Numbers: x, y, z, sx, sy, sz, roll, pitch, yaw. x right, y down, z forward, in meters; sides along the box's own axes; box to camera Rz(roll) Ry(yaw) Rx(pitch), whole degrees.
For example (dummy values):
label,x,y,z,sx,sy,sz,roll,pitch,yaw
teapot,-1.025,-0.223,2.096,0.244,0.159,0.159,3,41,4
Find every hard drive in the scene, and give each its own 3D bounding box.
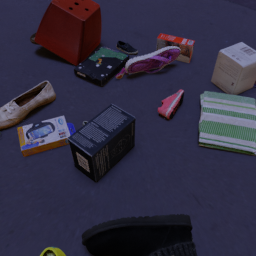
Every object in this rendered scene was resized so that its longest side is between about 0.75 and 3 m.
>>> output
label,x,y,z,sx,sy,sz,roll,pitch,yaw
hard drive,-1.141,-2.813,12.562,1.549,0.419,2.217,24,53,21

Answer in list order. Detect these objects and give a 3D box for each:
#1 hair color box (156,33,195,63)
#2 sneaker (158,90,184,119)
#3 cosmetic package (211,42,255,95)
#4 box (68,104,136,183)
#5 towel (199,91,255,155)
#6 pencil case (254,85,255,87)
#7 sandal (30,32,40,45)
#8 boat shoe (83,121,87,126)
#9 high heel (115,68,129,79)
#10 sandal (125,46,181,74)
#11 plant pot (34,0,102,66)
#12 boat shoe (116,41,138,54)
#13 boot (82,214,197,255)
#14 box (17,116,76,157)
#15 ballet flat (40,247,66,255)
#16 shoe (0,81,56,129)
label,x,y,z,sx,sy,sz,roll,pitch,yaw
hair color box,2.177,-3.717,13.038,1.674,0.929,0.535,17,51,16
sneaker,1.675,-1.041,10.842,0.691,0.587,1.593,22,52,20
cosmetic package,4.427,-2.372,11.395,1.283,1.542,1.291,-25,52,-21
box,-0.755,0.456,8.883,1.051,1.458,1.964,32,55,26
towel,3.685,-0.281,10.351,2.134,0.327,2.797,10,47,9
pencil case,5.704,-2.184,11.214,0.716,1.577,0.739,-22,67,-14
sandal,-3.626,-4.435,13.913,1.094,0.731,2.677,22,37,19
boat shoe,-1.224,0.067,10.014,1.018,0.316,0.367,22,51,19
high heel,-0.337,-2.410,12.277,0.798,0.269,0.383,-33,64,-31
sandal,1.162,-2.778,12.186,2.640,1.074,0.649,-20,64,-11
plant pot,-2.523,-4.742,12.715,2.383,2.102,2.386,30,52,-1
boat shoe,-0.053,-3.916,13.600,1.203,0.374,0.449,28,52,21
boot,0.385,3.293,6.551,2.973,1.119,2.222,-7,53,0
box,-2.814,0.224,9.833,1.907,0.395,1.135,-18,50,-13
ballet flat,-1.971,3.969,6.058,0.927,0.930,2.774,4,48,4
shoe,-4.012,-0.939,10.607,0.965,0.737,2.759,36,56,26
